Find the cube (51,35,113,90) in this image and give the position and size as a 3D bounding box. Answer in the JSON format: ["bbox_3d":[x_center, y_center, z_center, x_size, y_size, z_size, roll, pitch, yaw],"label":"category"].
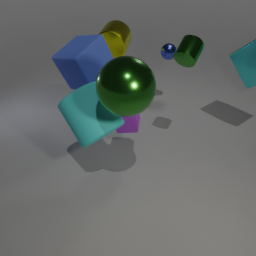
[{"bbox_3d":[-1.480,-2.264,9.791,1.400,1.400,1.400,14,54,41],"label":"cube"}]

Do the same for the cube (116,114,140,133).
[{"bbox_3d":[-0.038,-0.324,8.911,0.700,0.700,0.700,-2,45,13],"label":"cube"}]

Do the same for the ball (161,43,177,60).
[{"bbox_3d":[1.761,-3.300,12.106,0.700,0.700,0.700,0,31,0],"label":"ball"}]

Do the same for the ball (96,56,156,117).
[{"bbox_3d":[-0.047,-0.958,6.512,1.400,1.400,1.400,0,31,0],"label":"ball"}]

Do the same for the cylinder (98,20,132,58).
[{"bbox_3d":[-0.642,-3.907,12.558,1.400,1.400,1.400,6,40,10],"label":"cylinder"}]

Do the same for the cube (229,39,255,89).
[{"bbox_3d":[4.745,-2.440,9.761,1.400,1.400,1.400,-30,2,-26],"label":"cube"}]

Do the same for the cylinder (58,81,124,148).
[{"bbox_3d":[-1.039,-0.374,7.958,1.400,1.400,1.400,-31,-1,-1],"label":"cylinder"}]

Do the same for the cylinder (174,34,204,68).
[{"bbox_3d":[1.828,-2.307,8.414,0.700,0.700,0.700,20,72,30],"label":"cylinder"}]
